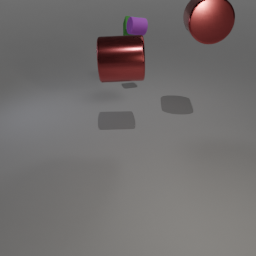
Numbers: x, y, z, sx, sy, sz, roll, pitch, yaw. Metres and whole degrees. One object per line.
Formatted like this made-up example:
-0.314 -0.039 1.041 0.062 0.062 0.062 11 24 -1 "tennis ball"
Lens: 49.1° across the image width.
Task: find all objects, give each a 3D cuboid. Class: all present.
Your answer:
2.586 -3.574 9.125 1.400 1.400 1.400 1 28 3 "cylinder"
-0.208 -2.159 8.781 1.400 1.400 1.400 -3 30 0 "cylinder"
0.163 -4.909 13.573 0.700 0.700 0.700 1 -10 -10 "cube"
0.379 -4.311 11.864 0.700 0.700 0.700 -2 29 -22 "cylinder"
